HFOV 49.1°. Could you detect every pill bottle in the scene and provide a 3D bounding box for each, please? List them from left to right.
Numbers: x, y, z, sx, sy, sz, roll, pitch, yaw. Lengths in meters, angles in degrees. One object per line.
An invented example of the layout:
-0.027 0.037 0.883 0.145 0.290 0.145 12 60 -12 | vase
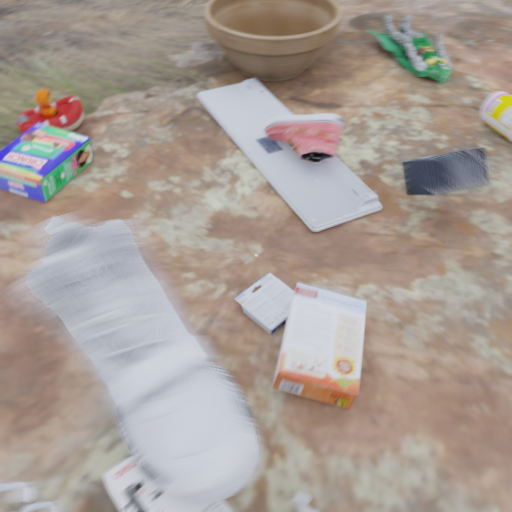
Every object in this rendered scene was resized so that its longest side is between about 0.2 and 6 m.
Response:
5.222 -2.698 11.277 0.702 0.702 1.347 -17 48 -17 | pill bottle

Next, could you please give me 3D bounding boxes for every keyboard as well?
0.438 -2.236 11.182 1.447 0.274 5.140 -23 48 -15 | keyboard

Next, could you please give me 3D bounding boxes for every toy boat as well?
-4.235 -2.977 11.430 1.330 0.869 0.868 -25 50 -23 | toy boat

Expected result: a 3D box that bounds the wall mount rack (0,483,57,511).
-2.222 2.841 5.194 0.518 1.389 1.206 -6 54 -2 | wall mount rack

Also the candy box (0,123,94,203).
-3.992 -1.754 10.401 1.258 0.573 1.488 18 48 16 | candy box

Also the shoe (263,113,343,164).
0.798 -2.181 10.546 1.706 0.610 0.776 4 76 37 | shoe

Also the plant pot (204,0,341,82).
0.372 -5.109 13.191 3.125 1.442 3.125 0 44 0 | plant pot

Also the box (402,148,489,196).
3.095 -1.373 9.238 0.984 0.620 1.001 -14 9 -9 | box

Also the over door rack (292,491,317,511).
0.999 3.377 5.203 2.123 0.707 1.569 12 45 31 | over door rack

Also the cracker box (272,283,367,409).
0.874 1.156 7.445 1.025 0.442 1.531 16 47 2 | cracker box

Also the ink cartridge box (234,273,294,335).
0.205 0.687 8.199 0.755 0.167 0.769 -35 57 -29 | ink cartridge box

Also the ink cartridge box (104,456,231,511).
-0.940 2.634 5.992 0.893 0.504 1.217 -30 52 -26 | ink cartridge box

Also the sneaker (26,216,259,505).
-1.337 0.909 5.927 1.314 2.010 3.497 -35 42 -12 | sneaker

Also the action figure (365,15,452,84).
3.987 -5.022 13.665 1.633 0.756 2.765 -10 49 -14 | action figure
